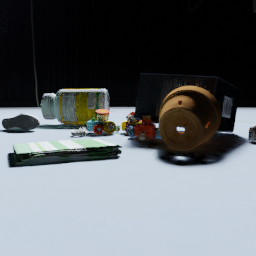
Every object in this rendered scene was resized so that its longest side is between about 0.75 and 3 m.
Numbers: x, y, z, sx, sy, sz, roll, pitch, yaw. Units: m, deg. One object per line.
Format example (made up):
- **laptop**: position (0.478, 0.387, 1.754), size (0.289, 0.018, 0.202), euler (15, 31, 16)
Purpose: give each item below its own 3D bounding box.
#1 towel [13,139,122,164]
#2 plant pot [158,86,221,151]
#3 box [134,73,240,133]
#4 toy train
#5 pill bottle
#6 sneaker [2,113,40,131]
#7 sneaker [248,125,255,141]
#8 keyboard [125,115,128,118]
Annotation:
- **towel**: position (-1.133, 0.382, 5.086), size (1.741, 0.204, 1.328), euler (-4, 6, -24)
- **plant pot**: position (1.147, -0.123, 5.616), size (1.275, 1.275, 0.892), euler (3, 22, 25)
- **box**: position (1.767, -0.704, 8.168), size (2.240, 1.412, 2.278), euler (9, 4, 34)
- **toy train**: position (-0.234, -0.152, 7.948), size (2.550, 0.709, 1.916), euler (2, 5, 14)
- **pill bottle**: position (-2.168, -0.888, 11.714), size (2.639, 1.488, 1.488), euler (0, 5, 5)
- **sneaker**: position (-3.444, -0.261, 9.619), size (1.545, 0.568, 0.911), euler (0, 11, 25)
- **sneaker**: position (3.568, 0.118, 6.706), size (1.373, 0.520, 0.793), euler (-16, 19, -35)
- **keyboard**: position (0.418, -0.734, 16.218), size (1.101, 0.218, 0.573), euler (4, 23, 30)
